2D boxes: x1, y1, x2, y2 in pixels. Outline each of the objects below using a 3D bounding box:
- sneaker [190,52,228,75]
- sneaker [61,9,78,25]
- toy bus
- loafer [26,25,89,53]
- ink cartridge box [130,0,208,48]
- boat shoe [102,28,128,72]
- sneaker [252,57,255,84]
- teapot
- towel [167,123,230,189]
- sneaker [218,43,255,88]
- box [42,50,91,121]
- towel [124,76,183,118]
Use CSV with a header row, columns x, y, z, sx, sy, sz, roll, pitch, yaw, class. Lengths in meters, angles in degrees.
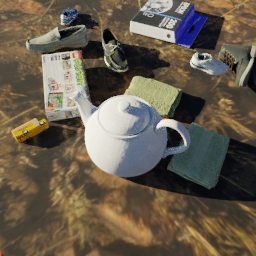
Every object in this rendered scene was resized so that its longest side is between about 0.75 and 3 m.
x,y,z,sx,sy,sz,roll,pitch,yaw,class
2.523,-1.965,8.519,1.181,0.475,0.451,13,60,-4,sneaker
-2.760,-5.373,13.250,0.471,0.524,1.273,13,51,13,sneaker
-3.155,0.038,9.093,1.087,0.354,0.426,-32,57,-22,toy bus
-2.969,-3.811,11.761,2.617,0.913,0.915,-14,53,-11,loafer
1.975,-5.033,12.928,2.892,0.627,2.864,21,54,15,ink cartridge box
-0.586,-3.149,11.349,0.834,0.785,2.321,-13,54,-12,boat shoe
5.325,-2.353,10.809,0.779,0.737,1.928,14,60,2,sneaker
-0.008,0.000,8.098,2.676,1.954,2.641,-17,54,-14,teapot
2.205,0.778,8.496,1.490,0.366,2.008,23,55,16,towel
4.072,-2.436,10.793,1.326,0.933,2.496,15,44,18,sneaker
-2.247,-1.621,10.160,1.557,0.491,2.830,-9,57,-7,box
0.865,-1.123,10.007,1.949,0.355,1.446,19,55,14,towel
